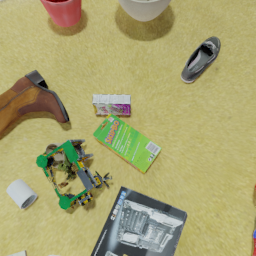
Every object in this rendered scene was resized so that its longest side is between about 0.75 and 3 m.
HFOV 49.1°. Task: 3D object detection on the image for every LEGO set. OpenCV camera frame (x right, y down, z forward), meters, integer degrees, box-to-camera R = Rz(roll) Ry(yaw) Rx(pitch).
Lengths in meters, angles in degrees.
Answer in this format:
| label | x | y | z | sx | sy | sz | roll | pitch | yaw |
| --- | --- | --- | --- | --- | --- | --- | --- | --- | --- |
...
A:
| label | x | y | z | sx | sy | sz | roll | pitch | yaw |
| --- | --- | --- | --- | --- | --- | --- | --- | --- | --- |
| LEGO set | -1.808 | 1.476 | 9.564 | 1.833 | 1.381 | 2.384 | -42 | 78 | 12 |

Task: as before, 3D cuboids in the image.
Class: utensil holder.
| label | x | y | z | sx | sy | sz | roll | pitch | yaw |
| --- | --- | --- | --- | --- | --- | --- | --- | --- | --- |
| utensil holder | -3.574 | 2.206 | 9.420 | 0.789 | 0.671 | 0.671 | 40 | 74 | 17 |

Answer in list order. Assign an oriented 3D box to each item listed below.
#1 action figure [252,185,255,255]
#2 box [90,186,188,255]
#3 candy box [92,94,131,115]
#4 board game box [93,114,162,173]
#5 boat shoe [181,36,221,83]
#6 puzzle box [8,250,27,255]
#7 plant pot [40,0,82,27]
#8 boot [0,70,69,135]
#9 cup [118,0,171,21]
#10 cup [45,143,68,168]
| label | x | y | z | sx | sy | sz | roll | pitch | yaw |
| --- | --- | --- | --- | --- | --- | --- | --- | --- | --- |
| action figure | 4.627 | 2.604 | 8.828 | 0.976 | 1.480 | 2.991 | 13 | 63 | 4 |
| box | 0.277 | 3.544 | 8.587 | 2.263 | 0.714 | 2.869 | 18 | 69 | 23 |
| candy box | -0.586 | -0.858 | 10.411 | 1.387 | 0.946 | 0.423 | 1 | 68 | 1 |
| board game box | -0.045 | 0.520 | 10.228 | 2.362 | 0.354 | 1.128 | 35 | 72 | 10 |
| boat shoe | 3.045 | -2.894 | 11.294 | 0.857 | 0.730 | 2.563 | 36 | 73 | 12 |
| puzzle box | -3.565 | 4.733 | 8.699 | 1.020 | 0.195 | 1.533 | -14 | 70 | -5 |
| plant pot | -2.721 | -5.267 | 11.721 | 1.822 | 1.612 | 1.822 | 0 | 69 | 0 |
| boot | -3.936 | -0.508 | 10.251 | 2.947 | 1.009 | 2.774 | -38 | 74 | -13 |
| cup | 0.701 | -5.632 | 11.643 | 2.714 | 1.941 | 2.714 | -1 | 72 | 3 |
| cup | -2.375 | 0.881 | 9.859 | 0.876 | 0.627 | 0.876 | 9 | 108 | 28 |
